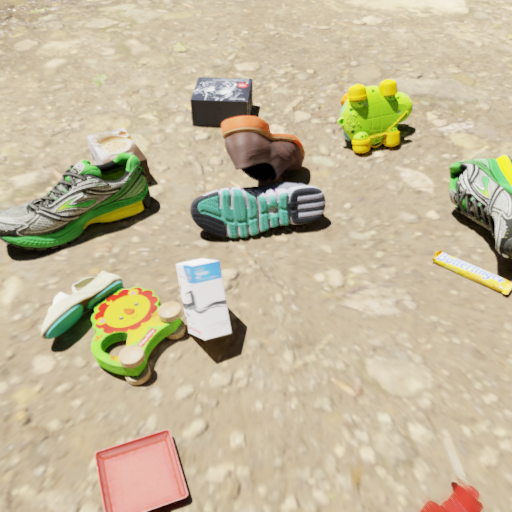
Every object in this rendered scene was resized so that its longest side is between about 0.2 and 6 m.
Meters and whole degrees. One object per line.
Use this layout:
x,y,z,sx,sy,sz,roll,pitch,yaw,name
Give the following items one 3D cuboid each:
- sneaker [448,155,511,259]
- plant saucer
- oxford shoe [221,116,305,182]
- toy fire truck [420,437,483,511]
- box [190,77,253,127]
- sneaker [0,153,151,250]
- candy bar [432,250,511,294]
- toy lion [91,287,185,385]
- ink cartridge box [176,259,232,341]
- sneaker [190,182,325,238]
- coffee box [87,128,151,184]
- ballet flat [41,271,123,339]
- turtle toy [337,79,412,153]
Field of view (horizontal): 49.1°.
4.818,-1.000,11.707,1.429,1.309,3.354,-2,32,9,sneaker
-1.590,3.043,7.716,1.090,0.200,1.088,-15,43,-15,plant saucer
0.220,-2.121,12.375,1.132,1.153,3.180,-9,-6,29,oxford shoe
2.259,3.160,6.595,1.657,1.458,1.066,-34,40,-30,toy fire truck
-0.924,-4.276,15.559,1.570,0.818,1.430,2,43,3,box
-3.890,-1.267,11.680,3.381,1.440,1.319,-28,48,-27,sneaker
4.163,0.307,10.847,1.599,0.177,0.399,28,48,28,candy bar
-2.182,1.224,9.598,1.643,0.589,1.714,13,43,25,toy lion
-0.885,0.708,9.358,0.524,1.244,0.900,-12,6,-23,ink cartridge box
-0.012,-1.066,12.031,2.842,1.058,1.244,-3,20,-9,sneaker
-3.297,-2.321,13.437,0.987,0.688,1.726,-20,45,-21,coffee box
-3.184,0.803,9.927,0.634,0.634,1.826,25,39,25,ballet flat
3.088,-3.666,14.459,2.327,1.696,1.176,-15,22,-17,turtle toy
